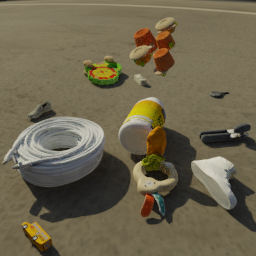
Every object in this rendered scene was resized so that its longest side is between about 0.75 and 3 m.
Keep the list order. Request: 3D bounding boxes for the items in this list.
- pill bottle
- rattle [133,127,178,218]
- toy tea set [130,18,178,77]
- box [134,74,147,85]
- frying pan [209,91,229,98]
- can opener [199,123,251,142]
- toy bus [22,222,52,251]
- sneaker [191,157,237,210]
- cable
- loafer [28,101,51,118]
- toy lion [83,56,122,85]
[{"bbox_3d":[0.642,-0.199,10.509,1.360,1.360,2.490,9,34,15],"label":"pill bottle"},{"bbox_3d":[0.853,1.252,8.119,1.445,1.585,2.219,28,30,5],"label":"rattle"},{"bbox_3d":[0.877,-2.343,8.676,1.492,0.929,2.510,-12,43,23],"label":"toy tea set"},{"bbox_3d":[0.675,-2.660,15.440,0.368,0.307,0.897,-14,35,-21],"label":"box"},{"bbox_3d":[4.623,-1.692,14.057,1.093,0.178,0.661,-2,33,2],"label":"frying pan"},{"bbox_3d":[3.695,0.126,10.669,1.932,0.646,0.515,-4,32,-7],"label":"can opener"},{"bbox_3d":[-2.283,2.654,6.967,0.896,0.291,0.351,27,41,36],"label":"toy bus"},{"bbox_3d":[2.889,1.508,8.388,1.156,0.737,2.000,-12,33,-13],"label":"sneaker"},{"bbox_3d":[-2.264,0.690,9.423,2.998,1.038,2.998,-1,31,-2],"label":"cable"},{"bbox_3d":[-3.915,-0.812,12.363,0.439,0.438,1.256,17,36,25],"label":"loafer"},{"bbox_3d":[-1.323,-3.214,16.038,2.381,0.818,2.283,-23,46,-33],"label":"toy lion"}]
